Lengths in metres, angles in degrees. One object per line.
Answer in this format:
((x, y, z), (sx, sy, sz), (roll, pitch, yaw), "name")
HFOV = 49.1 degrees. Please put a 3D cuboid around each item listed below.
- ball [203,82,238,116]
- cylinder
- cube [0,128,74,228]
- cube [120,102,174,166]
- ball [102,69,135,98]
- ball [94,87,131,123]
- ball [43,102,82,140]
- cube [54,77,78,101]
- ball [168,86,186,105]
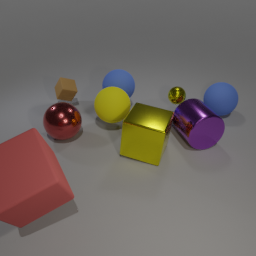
((3.902, -1.220, 11.803), (1.400, 1.400, 1.400), (0, 33, 0), "ball")
((2.521, -0.162, 10.153), (1.400, 1.400, 1.400), (-9, 34, -14), "cylinder")
((-2.221, 1.125, 6.158), (1.400, 1.400, 1.400), (-28, 64, -10), "cube")
((0.643, 0.175, 9.522), (1.400, 1.400, 1.400), (15, 35, 13), "cube")
((-0.398, -1.801, 11.989), (1.400, 1.400, 1.400), (0, 33, 0), "ball")
((-0.598, -0.885, 10.779), (1.400, 1.400, 1.400), (0, 33, 0), "ball")
((-2.407, -0.252, 10.319), (1.400, 1.400, 1.400), (0, 33, 0), "ball")
((-2.711, -1.682, 12.228), (0.700, 0.700, 0.700), (5, 52, -37), "cube")
((1.902, -1.265, 10.893), (0.700, 0.700, 0.700), (0, 33, 0), "ball")
